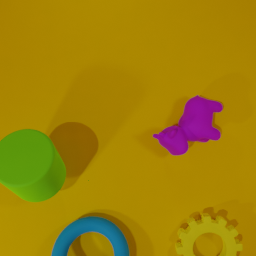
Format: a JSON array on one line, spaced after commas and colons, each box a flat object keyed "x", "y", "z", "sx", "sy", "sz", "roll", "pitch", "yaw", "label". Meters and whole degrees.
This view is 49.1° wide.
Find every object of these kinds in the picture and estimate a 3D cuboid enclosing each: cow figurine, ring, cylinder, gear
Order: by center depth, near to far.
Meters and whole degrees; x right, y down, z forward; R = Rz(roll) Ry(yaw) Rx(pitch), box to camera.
[{"x": -2.127, "y": 0.862, "z": 6.195, "sx": 1.281, "sy": 1.281, "sz": 1.281, "roll": 0, "pitch": 62, "yaw": 0, "label": "cylinder"}, {"x": -0.863, "y": 2.988, "z": 6.514, "sx": 1.812, "sy": 0.362, "sz": 1.812, "roll": 2, "pitch": 61, "yaw": -4, "label": "ring"}, {"x": 1.919, "y": 2.840, "z": 6.698, "sx": 1.511, "sy": 0.279, "sz": 1.511, "roll": 0, "pitch": 91, "yaw": 2, "label": "gear"}, {"x": 1.479, "y": -0.092, "z": 6.924, "sx": 1.608, "sy": 0.897, "sz": 1.634, "roll": 13, "pitch": 78, "yaw": -17, "label": "cow figurine"}]
